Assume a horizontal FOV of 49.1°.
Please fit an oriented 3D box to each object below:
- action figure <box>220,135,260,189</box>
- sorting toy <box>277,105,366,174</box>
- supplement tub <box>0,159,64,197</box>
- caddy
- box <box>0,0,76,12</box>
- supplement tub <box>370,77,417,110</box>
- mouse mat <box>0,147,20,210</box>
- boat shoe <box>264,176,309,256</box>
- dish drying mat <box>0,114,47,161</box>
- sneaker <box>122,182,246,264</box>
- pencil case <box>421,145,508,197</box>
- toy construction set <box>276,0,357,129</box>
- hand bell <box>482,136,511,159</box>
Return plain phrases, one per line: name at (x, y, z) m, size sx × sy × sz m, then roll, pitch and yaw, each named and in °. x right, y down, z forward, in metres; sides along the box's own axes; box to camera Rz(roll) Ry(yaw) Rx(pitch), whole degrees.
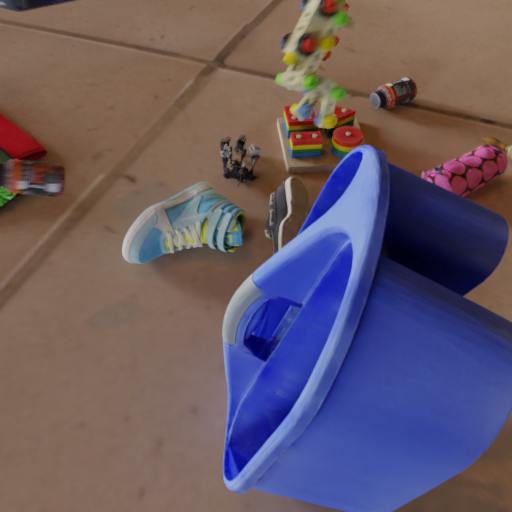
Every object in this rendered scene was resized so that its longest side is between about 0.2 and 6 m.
action figure at (-0.388, -2.091, 12.049) m, size 0.852 × 0.731 × 1.433 m, roll -2°, pitch 45°, yaw -17°
sorting toy at (1.531, -2.772, 12.691) m, size 1.894 × 0.663 × 1.906 m, roll -4°, pitch 47°, yaw -4°
supplement tub at (-3.268, -1.120, 8.051) m, size 0.927 × 0.496 × 0.496 m, roll 2°, pitch 44°, yaw -28°
caddy at (0.856, 0.999, 6.722) m, size 2.515 × 4.792 × 3.387 m, roll 20°, pitch 47°, yaw -5°
box at (-3.609, -4.581, 9.125) m, size 0.642 × 0.911 × 1.232 m, roll 27°, pitch 46°, yaw 35°
supplement tub at (3.379, -3.995, 13.866) m, size 1.126 × 0.602 × 0.602 m, roll -24°, pitch 52°, yaw -21°
mouse mat at (-5.812, -1.581, 11.724) m, size 2.102 × 0.079 × 1.692 m, roll 36°, pitch 69°, yaw 24°
boat shoe at (0.556, -0.529, 10.804) m, size 0.709 × 0.822 × 2.261 m, roll -26°, pitch 42°, yaw 36°
dish drying mat at (-6.527, -2.959, 13.085) m, size 3.709 × 0.338 × 1.425 m, roll 35°, pitch 55°, yaw 28°
sneaker at (-1.165, -0.406, 10.340) m, size 1.561 × 0.951 × 2.391 m, roll 32°, pitch 56°, yaw 28°
pencil case at (4.350, -1.748, 11.701) m, size 1.779 × 0.807 × 0.833 m, roll -24°, pitch 49°, yaw -23°
toy construction set at (1.059, -3.237, 8.841) m, size 0.989 × 1.408 × 2.147 m, roll 6°, pitch 74°, yaw 45°
hand bell at (5.596, -2.432, 12.583) m, size 0.660 × 0.660 × 1.267 m, roll -24°, pitch 39°, yaw -21°
